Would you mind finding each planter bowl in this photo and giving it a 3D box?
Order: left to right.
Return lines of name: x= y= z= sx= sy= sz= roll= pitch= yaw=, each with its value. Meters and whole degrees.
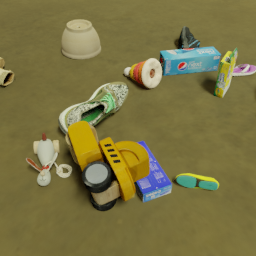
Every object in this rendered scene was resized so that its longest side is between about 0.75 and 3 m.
planter bowl: x=-2.371 y=-4.500 z=13.873 sx=2.016 sy=1.357 sz=2.016 roll=1 pitch=43 yaw=-1

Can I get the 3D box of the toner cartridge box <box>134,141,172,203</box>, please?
toner cartridge box: x=0.446 y=1.212 z=8.204 sx=0.886 sy=0.403 sz=1.866 roll=-16 pitch=44 yaw=-16

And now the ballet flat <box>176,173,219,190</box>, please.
ballet flat: x=1.959 y=1.500 z=7.963 sx=1.204 sy=0.402 sz=0.403 roll=9 pitch=21 yaw=6

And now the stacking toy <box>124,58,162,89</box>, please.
stacking toy: x=0.501 y=-2.366 z=11.953 sx=1.673 sy=1.222 sz=1.222 roll=16 pitch=41 yaw=43

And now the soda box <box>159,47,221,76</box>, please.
soda box: x=2.757 y=-3.042 z=12.674 sx=2.576 sy=0.827 sz=0.874 roll=-6 pitch=42 yaw=-8

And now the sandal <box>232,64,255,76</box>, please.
sandal: x=5.091 y=-2.647 z=12.538 sx=1.674 sy=0.411 sz=0.681 roll=-14 pitch=43 yaw=-15

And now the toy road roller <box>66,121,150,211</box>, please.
toy road roller: x=-0.484 y=0.851 z=7.580 sx=1.782 sy=1.500 sz=2.441 roll=-22 pitch=53 yaw=-13

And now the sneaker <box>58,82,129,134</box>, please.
sneaker: x=-0.870 y=-0.686 z=9.490 sx=2.913 sy=1.120 sz=1.291 roll=-39 pitch=21 yaw=-29

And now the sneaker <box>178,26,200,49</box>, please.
sneaker: x=3.096 y=-4.280 z=14.158 sx=0.968 sy=0.865 sz=2.363 roll=6 pitch=51 yaw=-2

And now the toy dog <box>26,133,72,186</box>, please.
toy dog: x=-2.452 y=0.806 z=8.348 sx=1.121 sy=0.818 sz=1.699 roll=-21 pitch=46 yaw=-22

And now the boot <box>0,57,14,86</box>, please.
boot: x=-5.494 y=-2.454 z=12.168 sx=1.313 sy=0.615 sz=1.689 roll=9 pitch=44 yaw=10

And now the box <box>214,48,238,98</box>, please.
box: x=3.846 y=-2.190 z=11.004 sx=0.428 sy=1.770 sz=1.039 roll=22 pitch=46 yaw=22
